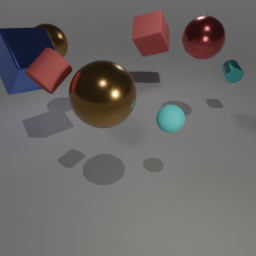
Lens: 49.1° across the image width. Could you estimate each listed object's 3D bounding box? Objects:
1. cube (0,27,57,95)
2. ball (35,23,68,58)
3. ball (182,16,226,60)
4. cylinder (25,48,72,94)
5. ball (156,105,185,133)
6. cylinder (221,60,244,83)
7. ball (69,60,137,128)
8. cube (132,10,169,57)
[{"bbox_3d":[-3.103,-2.050,8.562,1.400,1.400,1.400,-19,77,-40],"label":"cube"},{"bbox_3d":[-2.859,-2.986,9.998,1.400,1.400,1.400,0,32,0],"label":"ball"},{"bbox_3d":[2.514,-2.991,9.325,1.400,1.400,1.400,0,32,0],"label":"ball"},{"bbox_3d":[-1.662,-1.198,5.916,0.700,0.700,0.700,29,77,38],"label":"cylinder"},{"bbox_3d":[1.053,-0.226,6.946,0.700,0.700,0.700,0,32,0],"label":"ball"},{"bbox_3d":[4.249,-2.300,11.401,0.700,0.700,0.700,-1,44,-1],"label":"cylinder"},{"bbox_3d":[-0.520,-0.691,5.824,1.400,1.400,1.400,0,32,0],"label":"ball"},{"bbox_3d":[1.127,-4.514,13.494,1.400,1.400,1.400,-7,64,23],"label":"cube"}]
